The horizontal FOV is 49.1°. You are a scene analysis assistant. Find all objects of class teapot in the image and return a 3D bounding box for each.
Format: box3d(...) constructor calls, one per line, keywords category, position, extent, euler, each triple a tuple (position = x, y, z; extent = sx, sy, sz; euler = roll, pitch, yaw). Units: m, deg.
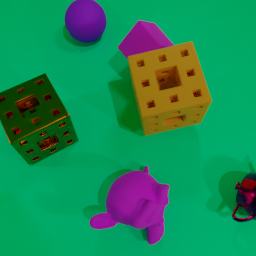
box3d(category="teapot", position=(2.679, 1.329, 5.866), extent=(0.800, 1.016, 1.634), euler=(22, 56, 40))

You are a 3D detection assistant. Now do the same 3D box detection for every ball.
box3d(category="ball", position=(-1.202, -3.052, 7.980), extent=(1.186, 1.186, 1.186), euler=(0, 62, 0))

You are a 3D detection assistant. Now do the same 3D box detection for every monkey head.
box3d(category="monkey head", position=(0.197, 1.603, 5.675), extent=(1.163, 1.388, 1.929), euler=(13, 34, 36))

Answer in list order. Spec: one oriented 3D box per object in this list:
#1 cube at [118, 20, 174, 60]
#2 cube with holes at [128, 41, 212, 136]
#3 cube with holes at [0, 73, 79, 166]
box3d(category="cube", position=(0.466, -2.004, 6.947), extent=(0.868, 0.868, 0.868), euler=(52, 33, 10))
box3d(category="cube with holes", position=(0.860, -0.800, 6.230), extent=(1.379, 1.379, 1.379), euler=(-13, 72, 1))
box3d(category="cube with holes", position=(-2.073, -0.169, 6.419), extent=(1.279, 1.279, 1.279), euler=(-28, 66, -14))
